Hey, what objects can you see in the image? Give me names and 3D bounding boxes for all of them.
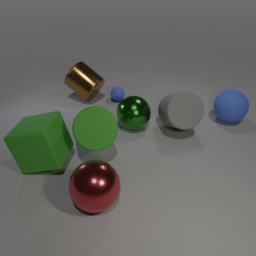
[{"bbox_3d":[-0.505,-1.655,13.668,0.700,0.700,0.700,0,31,0],"label":"ball"},{"bbox_3d":[4.312,-0.915,11.724,1.400,1.400,1.400,0,31,0],"label":"ball"},{"bbox_3d":[2.007,-0.686,10.849,1.400,1.400,1.400,-5,6,-8],"label":"cylinder"},{"bbox_3d":[-0.895,1.564,7.581,1.400,1.400,1.400,0,31,0],"label":"ball"},{"bbox_3d":[-2.805,0.454,9.072,1.400,1.400,1.400,-9,29,14],"label":"cube"},{"bbox_3d":[-2.073,-2.221,13.436,1.400,1.400,1.400,40,39,3],"label":"cylinder"},{"bbox_3d":[0.225,-0.601,11.257,1.400,1.400,1.400,0,31,0],"label":"ball"},{"bbox_3d":[-1.129,0.010,9.255,1.400,1.400,1.400,-7,2,-11],"label":"cylinder"}]
